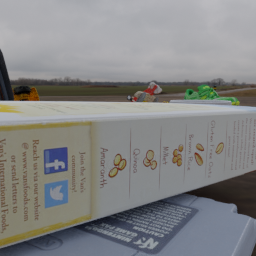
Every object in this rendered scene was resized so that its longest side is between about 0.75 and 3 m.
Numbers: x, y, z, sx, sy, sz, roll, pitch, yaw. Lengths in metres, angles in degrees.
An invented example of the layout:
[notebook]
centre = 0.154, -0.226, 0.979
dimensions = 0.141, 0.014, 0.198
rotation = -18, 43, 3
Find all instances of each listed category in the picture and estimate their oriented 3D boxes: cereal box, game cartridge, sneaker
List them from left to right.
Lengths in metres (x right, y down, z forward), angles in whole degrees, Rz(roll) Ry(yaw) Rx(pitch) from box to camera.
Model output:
[cereal box]
centre = -0.466, 0.072, 2.202
dimensions = 2.814, 0.556, 2.024
rotation = -3, 7, -37
[game cartridge]
centre = -0.272, 0.575, 1.584
dimensions = 1.711, 0.355, 1.139
rotation = 5, 11, 32
[sneaker]
centre = 3.311, -1.229, 11.785
dimensions = 1.041, 1.175, 2.812
rotation = -4, 9, -33

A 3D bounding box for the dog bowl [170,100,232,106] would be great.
[dog bowl]
centre = 1.997, -0.435, 7.830
dimensions = 1.667, 0.657, 1.667
rotation = 0, 8, 0

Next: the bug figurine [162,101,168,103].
[bug figurine]
centre = 1.494, -0.795, 11.222
dimensions = 1.426, 0.473, 1.839
rotation = -5, 10, -32

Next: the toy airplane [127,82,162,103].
[toy airplane]
centre = 0.824, -1.218, 12.047
dimensions = 1.570, 1.108, 1.563
rotation = -16, -20, -20

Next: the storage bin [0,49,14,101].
[storage bin]
centre = -3.885, -0.535, 5.211
dimensions = 2.698, 1.964, 1.812
rotation = 3, 34, 5

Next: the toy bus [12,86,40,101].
[toy bus]
centre = -3.941, -0.755, 9.416
dimensions = 1.528, 1.037, 1.467
rotation = -10, -1, -39
